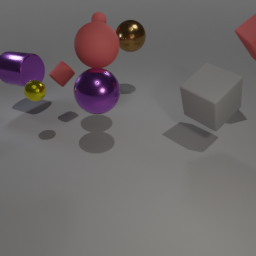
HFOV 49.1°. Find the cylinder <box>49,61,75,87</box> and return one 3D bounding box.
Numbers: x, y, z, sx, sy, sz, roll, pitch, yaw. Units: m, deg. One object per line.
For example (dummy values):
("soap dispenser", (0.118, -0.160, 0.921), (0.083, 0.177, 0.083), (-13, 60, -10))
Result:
("cylinder", (-2.477, -2.028, 10.521), (0.700, 0.700, 0.700), (-50, 47, -8))

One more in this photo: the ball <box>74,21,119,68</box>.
("ball", (-0.966, -2.566, 8.708), (1.400, 1.400, 1.400), (0, 30, 0))

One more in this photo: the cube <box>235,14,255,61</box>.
("cube", (4.796, -3.086, 9.538), (1.400, 1.400, 1.400), (-37, 30, 22))

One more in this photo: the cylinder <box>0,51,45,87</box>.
("cylinder", (-4.500, -2.471, 11.801), (1.400, 1.400, 1.400), (12, 32, 25))

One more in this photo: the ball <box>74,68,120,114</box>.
("ball", (-0.931, -1.110, 8.456), (1.400, 1.400, 1.400), (0, 30, 0))

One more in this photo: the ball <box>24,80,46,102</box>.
("ball", (-3.039, -1.218, 9.168), (0.700, 0.700, 0.700), (0, 30, 0))

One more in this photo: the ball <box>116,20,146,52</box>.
("ball", (0.111, -4.162, 12.698), (1.400, 1.400, 1.400), (0, 30, 0))

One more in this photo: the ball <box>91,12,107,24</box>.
("ball", (-1.334, -4.961, 12.879), (0.700, 0.700, 0.700), (0, 30, 0))

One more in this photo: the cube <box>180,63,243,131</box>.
("cube", (2.765, -1.037, 9.298), (1.400, 1.400, 1.400), (-42, 50, -17))
